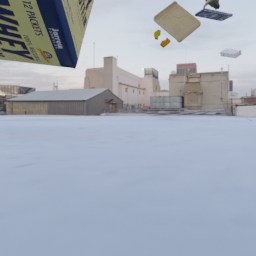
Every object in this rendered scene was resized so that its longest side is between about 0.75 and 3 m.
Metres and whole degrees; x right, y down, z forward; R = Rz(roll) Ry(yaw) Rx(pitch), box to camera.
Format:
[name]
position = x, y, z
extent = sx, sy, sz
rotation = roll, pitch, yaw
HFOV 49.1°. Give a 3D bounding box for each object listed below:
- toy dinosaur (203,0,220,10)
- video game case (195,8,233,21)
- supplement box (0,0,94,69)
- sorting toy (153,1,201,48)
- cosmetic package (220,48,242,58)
[toy dinosaur]
position = 1.498, -2.394, 5.123
extent = 0.237, 0.440, 0.999
rotation = -17, 9, 36
[video game case]
position = 2.601, -3.443, 8.536
extent = 0.928, 0.088, 0.663
rotation = 7, 7, -11
[supplement box]
position = -2.188, -2.891, 5.503
extent = 2.679, 2.682, 1.800
rotation = 7, -24, 4
[sorting toy]
position = 1.682, -3.912, 10.776
extent = 1.933, 1.440, 0.259
rotation = -41, -10, -16
[cosmetic package]
position = 3.794, -2.763, 10.363
extent = 0.315, 0.193, 0.763
rotation = -33, 30, -12
